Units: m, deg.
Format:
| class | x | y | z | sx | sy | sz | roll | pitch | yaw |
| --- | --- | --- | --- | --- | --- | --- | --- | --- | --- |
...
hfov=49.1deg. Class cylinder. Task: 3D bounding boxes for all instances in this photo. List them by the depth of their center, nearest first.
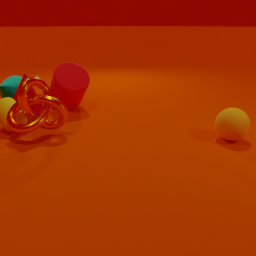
| class | x | y | z | sx | sy | sz | roll | pitch | yaw |
| --- | --- | --- | --- | --- | --- | --- | --- | --- | --- |
| cylinder | -3.266 | -0.373 | 7.778 | 0.704 | 0.704 | 0.704 | 40 | 37 | 17 |
| cylinder | -1.988 | -1.389 | 9.399 | 1.158 | 1.158 | 1.158 | 12 | 57 | -19 |

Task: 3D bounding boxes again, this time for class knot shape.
| class | x | y | z | sx | sy | sz | roll | pitch | yaw |
| --- | --- | --- | --- | --- | --- | --- | --- | --- | --- |
| knot shape | -2.264 | -0.463 | 7.278 | 1.424 | 1.521 | 0.703 | 25 | -7 | -19 |

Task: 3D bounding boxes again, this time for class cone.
| class | x | y | z | sx | sy | sz | roll | pitch | yaw |
| --- | --- | --- | --- | --- | --- | --- | --- | --- | --- |
| cone | -3.208 | -1.092 | 8.768 | 1.230 | 1.234 | 1.230 | 0 | 6 | 0 |
| cone | -4.068 | -1.332 | 9.487 | 1.099 | 1.099 | 1.104 | 1 | -1 | 2 |

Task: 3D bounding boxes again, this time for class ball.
| class | x | y | z | sx | sy | sz | roll | pitch | yaw |
| --- | --- | --- | --- | --- | --- | --- | --- | --- | --- |
| ball | 2.675 | -0.100 | 7.192 | 0.840 | 0.840 | 0.840 | 0 | 22 | 0 |
